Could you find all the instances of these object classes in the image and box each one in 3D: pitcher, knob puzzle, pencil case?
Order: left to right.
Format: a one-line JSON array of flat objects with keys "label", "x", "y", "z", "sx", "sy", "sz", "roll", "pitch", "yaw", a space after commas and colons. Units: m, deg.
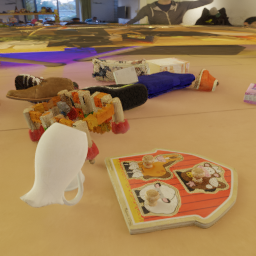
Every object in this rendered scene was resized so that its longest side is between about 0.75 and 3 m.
[{"label": "pitcher", "x": -1.140, "y": 0.705, "z": 5.050, "sx": 0.854, "sy": 1.409, "sz": 1.209, "roll": 14, "pitch": -7, "yaw": 39}, {"label": "pencil case", "x": -0.344, "y": -2.774, "z": 13.325, "sx": 2.693, "sy": 1.048, "sz": 1.204, "roll": 2, "pitch": -8, "yaw": 5}, {"label": "knob puzzle", "x": 1.063, "y": 1.000, "z": 5.946, "sx": 3.024, "sy": 0.419, "sz": 3.024, "roll": 0, "pitch": 24, "yaw": 0}]

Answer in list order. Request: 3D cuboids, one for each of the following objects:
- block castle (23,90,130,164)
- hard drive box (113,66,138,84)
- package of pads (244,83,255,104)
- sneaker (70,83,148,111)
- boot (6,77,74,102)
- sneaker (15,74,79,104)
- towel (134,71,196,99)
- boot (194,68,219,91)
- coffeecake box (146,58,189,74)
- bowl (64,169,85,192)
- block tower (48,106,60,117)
[{"label": "block castle", "x": -1.378, "y": -0.092, "z": 7.480, "sx": 2.574, "sy": 1.207, "sz": 1.720, "roll": 13, "pitch": 38, "yaw": 39}, {"label": "hard drive box", "x": -0.088, "y": -1.983, "z": 10.880, "sx": 0.814, "sy": 0.635, "sz": 0.313, "roll": -16, "pitch": 1, "yaw": -10}, {"label": "package of pads", "x": 5.050, "y": -1.319, "z": 10.895, "sx": 0.815, "sy": 0.512, "sz": 1.353, "roll": 16, "pitch": 29, "yaw": 26}, {"label": "sneaker", "x": -0.683, "y": -0.987, "z": 9.835, "sx": 2.991, "sy": 1.072, "sz": 1.239, "roll": -9, "pitch": 14, "yaw": -32}, {"label": "boot", "x": -2.823, "y": -1.265, "z": 9.107, "sx": 2.159, "sy": 0.815, "sz": 0.795, "roll": -6, "pitch": 19, "yaw": -27}, {"label": "sneaker", "x": -2.955, "y": -1.484, "z": 10.930, "sx": 2.682, "sy": 1.015, "sz": 1.549, "roll": 21, "pitch": 25, "yaw": 18}, {"label": "towel", "x": 1.291, "y": -1.905, "z": 12.122, "sx": 2.738, "sy": 0.678, "sz": 2.022, "roll": -18, "pitch": 23, "yaw": -34}, {"label": "boot", "x": 3.595, "y": -2.123, "z": 12.589, "sx": 0.991, "sy": 0.693, "sz": 1.848, "roll": 14, "pitch": 33, "yaw": 15}, {"label": "coffeecake box", "x": 2.048, "y": -3.196, "z": 14.776, "sx": 1.858, "sy": 0.679, "sz": 1.426, "roll": -13, "pitch": 28, "yaw": -26}, {"label": "bowl", "x": -1.349, "y": 0.989, "z": 6.046, "sx": 0.805, "sy": 0.362, "sz": 0.805, "roll": 0, "pitch": 24, "yaw": 0}, {"label": "block tower", "x": -1.944, "y": -0.658, "z": 9.523, "sx": 1.635, "sy": 0.473, "sz": 0.442, "roll": -18, "pitch": 29, "yaw": -31}]
